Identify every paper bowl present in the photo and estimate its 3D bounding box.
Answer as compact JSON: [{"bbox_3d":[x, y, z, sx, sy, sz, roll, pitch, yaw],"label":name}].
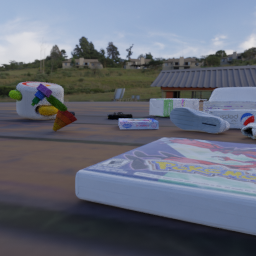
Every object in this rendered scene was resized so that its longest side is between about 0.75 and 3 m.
[{"bbox_3d":[4.157,-0.892,10.714,2.499,1.299,2.499,-1,6,0],"label":"paper bowl"}]

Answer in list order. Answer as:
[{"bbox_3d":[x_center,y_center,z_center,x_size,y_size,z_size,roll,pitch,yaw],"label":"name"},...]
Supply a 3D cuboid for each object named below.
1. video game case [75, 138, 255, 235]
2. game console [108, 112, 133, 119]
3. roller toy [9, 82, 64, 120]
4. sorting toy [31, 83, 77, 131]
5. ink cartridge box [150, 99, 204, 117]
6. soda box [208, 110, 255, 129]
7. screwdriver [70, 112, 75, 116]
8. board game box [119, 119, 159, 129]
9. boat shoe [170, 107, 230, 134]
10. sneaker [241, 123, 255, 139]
[{"bbox_3d":[1.241,0.471,3.056,2.696,0.310,2.457,3,7,26],"label":"video game case"},{"bbox_3d":[-0.369,-0.546,12.426,1.046,0.214,1.773,0,8,-3],"label":"game console"},{"bbox_3d":[-3.683,-1.108,11.834,2.083,1.455,1.900,9,16,11],"label":"roller toy"},{"bbox_3d":[-1.958,-0.410,7.198,0.659,0.654,1.900,33,-12,19],"label":"sorting toy"},{"bbox_3d":[2.459,-1.013,13.678,2.470,0.831,1.447,-3,7,-23],"label":"ink cartridge box"},{"bbox_3d":[3.282,-0.275,8.475,1.636,0.557,0.521,1,7,14],"label":"soda box"},{"bbox_3d":[-3.269,-0.643,12.870,1.843,0.257,0.268,-2,-24,-43],"label":"screwdriver"},{"bbox_3d":[0.293,-0.138,8.693,1.140,0.235,1.143,-1,7,-5],"label":"board game box"},{"bbox_3d":[1.954,-0.155,7.746,0.576,0.634,1.724,5,14,-43],"label":"boat shoe"},{"bbox_3d":[3.037,0.101,6.233,0.538,0.422,1.083,-13,4,-36],"label":"sneaker"}]
